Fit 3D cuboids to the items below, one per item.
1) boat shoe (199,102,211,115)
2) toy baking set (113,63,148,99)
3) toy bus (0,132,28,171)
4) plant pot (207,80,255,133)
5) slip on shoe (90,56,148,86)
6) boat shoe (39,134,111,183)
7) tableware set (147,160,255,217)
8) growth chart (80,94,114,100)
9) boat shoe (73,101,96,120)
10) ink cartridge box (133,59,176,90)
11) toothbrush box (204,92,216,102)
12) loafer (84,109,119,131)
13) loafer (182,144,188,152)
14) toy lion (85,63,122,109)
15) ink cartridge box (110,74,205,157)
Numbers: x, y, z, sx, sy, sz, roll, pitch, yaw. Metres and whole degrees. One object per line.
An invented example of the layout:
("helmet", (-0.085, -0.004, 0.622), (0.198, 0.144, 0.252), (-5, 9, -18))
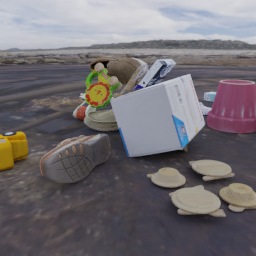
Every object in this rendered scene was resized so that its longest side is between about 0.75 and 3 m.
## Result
("boat shoe", (3.369, -0.994, 13.639), (1.768, 0.578, 0.650), (6, 17, 20))
("toy baking set", (0.130, -1.453, 9.082), (0.238, 1.570, 2.046), (47, 13, 8))
("toy bus", (-3.890, 0.733, 7.351), (2.463, 0.802, 0.964), (-11, 19, -32))
("plant pot", (4.285, -0.941, 11.240), (2.057, 1.841, 2.057), (0, 16, 0))
("slip on shoe", (-0.405, -2.222, 10.631), (0.844, 1.059, 2.786), (-14, 30, -38))
("boat shoe", (-1.412, 0.734, 7.276), (0.952, 1.004, 2.652), (3, 7, 24))
("tableware set", (1.724, 1.296, 6.393), (2.114, 0.294, 2.531), (-3, 17, -13))
("growth chart", (-2.043, -1.950, 17.584), (1.808, 0.222, 2.499), (-7, 17, -18))
("boat shoe", (-1.965, -0.912, 13.178), (0.675, 0.768, 2.158), (0, 21, 7))
("ink cartridge box", (0.892, -1.703, 9.277), (0.281, 1.297, 1.284), (48, 30, 10))
("toothbrush box", (5.219, -1.854, 16.771), (0.792, 0.462, 1.082), (-12, 20, -35))
("loafer", (-0.332, -0.489, 10.948), (2.779, 0.949, 1.052), (0, 30, -2))
("loafer", (1.729, 0.513, 8.945), (0.345, 0.382, 1.010), (2, 7, 11))
("toy lion", (-0.987, -1.368, 9.590), (1.368, 1.311, 0.470), (47, 2, 28))
("ink cartridge box", (1.046, -0.444, 8.779), (1.817, 1.850, 2.513), (-14, 7, 32))
